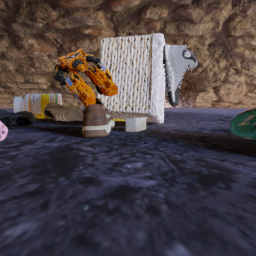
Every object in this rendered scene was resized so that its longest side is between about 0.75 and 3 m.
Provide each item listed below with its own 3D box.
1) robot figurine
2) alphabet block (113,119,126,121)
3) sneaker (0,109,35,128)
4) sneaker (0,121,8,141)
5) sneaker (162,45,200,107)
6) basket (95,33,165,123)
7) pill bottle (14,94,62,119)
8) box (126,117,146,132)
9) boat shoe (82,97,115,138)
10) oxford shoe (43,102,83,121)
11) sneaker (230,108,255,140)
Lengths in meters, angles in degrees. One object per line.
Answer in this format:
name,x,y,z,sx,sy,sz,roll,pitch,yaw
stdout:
robot figurine,-1.240,-1.525,8.056,1.505,0.604,2.076,-29,61,-19
alphabet block,-0.384,-0.818,14.071,0.871,0.876,0.892,-1,5,3
sneaker,-4.147,-0.279,9.706,1.796,0.682,0.815,-6,16,-19
sneaker,-3.584,0.064,5.908,2.609,0.915,1.070,1,-19,40
sneaker,1.926,-1.882,9.789,1.259,2.180,0.818,-7,2,-2
basket,0.256,-1.767,10.788,2.345,2.916,2.890,4,-4,11
pill bottle,-4.988,-1.221,15.654,2.490,1.404,1.404,-1,5,-13
box,0.265,-0.120,8.953,0.352,0.430,0.905,2,4,24
boat shoe,-0.881,-0.412,8.290,1.001,1.003,2.711,-5,8,-8
oxford shoe,-3.048,-0.646,13.435,2.574,0.968,0.743,12,51,29
sneaker,3.241,-0.015,6.169,2.075,0.804,0.826,5,16,42
